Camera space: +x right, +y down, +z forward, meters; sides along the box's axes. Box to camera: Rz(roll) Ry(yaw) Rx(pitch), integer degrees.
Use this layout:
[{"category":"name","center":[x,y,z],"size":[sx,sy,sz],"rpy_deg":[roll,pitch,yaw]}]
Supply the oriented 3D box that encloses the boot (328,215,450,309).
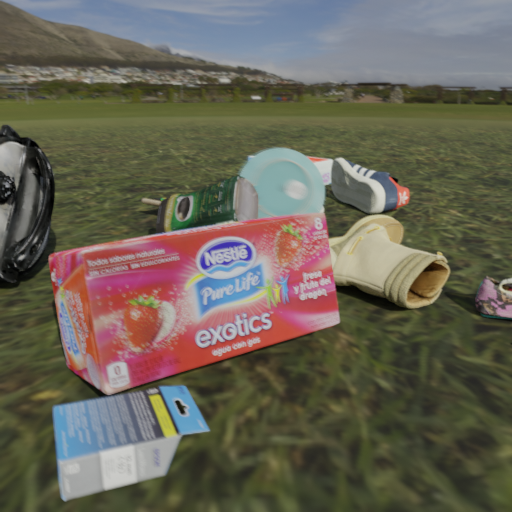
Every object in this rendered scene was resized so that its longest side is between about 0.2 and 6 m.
[{"category":"boot","center":[2.346,0.046,9.451],"size":[2.009,0.941,2.584],"rpy_deg":[15,25,40]}]

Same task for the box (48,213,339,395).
[{"category":"box","center":[-0.711,0.419,6.895],"size":[3.158,1.507,1.574],"rpy_deg":[-12,5,-31]}]

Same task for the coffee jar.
[{"category":"coffee jar","center":[-1.014,-0.811,11.098],"size":[2.097,1.093,0.894],"rpy_deg":[-10,-27,32]}]

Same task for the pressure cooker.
[{"category":"pressure cooker","center":[-4.826,-0.771,9.411],"size":[2.895,2.546,2.586],"rpy_deg":[-1,21,7]}]

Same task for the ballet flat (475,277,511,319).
[{"category":"ballet flat","center":[4.199,0.653,7.950],"size":[2.014,0.717,0.696],"rpy_deg":[9,20,25]}]

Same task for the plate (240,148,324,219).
[{"category":"plate","center":[0.567,-1.467,12.393],"size":[1.970,1.970,0.252],"rpy_deg":[-2,-8,-5]}]

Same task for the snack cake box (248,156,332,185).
[{"category":"snack cake box","center":[1.094,-2.836,18.534],"size":[2.483,0.834,1.428],"rpy_deg":[15,22,39]}]

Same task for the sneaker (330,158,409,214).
[{"category":"sneaker","center":[3.091,-1.932,15.417],"size":[1.283,1.138,3.035],"rpy_deg":[-7,29,-16]}]

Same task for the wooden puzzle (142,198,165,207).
[{"category":"wooden puzzle","center":[-1.981,-1.324,14.177],"size":[1.279,0.258,1.383],"rpy_deg":[13,9,36]}]

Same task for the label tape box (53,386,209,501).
[{"category":"label tape box","center":[-1.189,1.684,5.255],"size":[1.299,0.429,0.931],"rpy_deg":[-5,17,-21]}]

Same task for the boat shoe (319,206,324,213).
[{"category":"boat shoe","center":[1.043,-1.245,14.077],"size":[1.549,0.552,0.541],"rpy_deg":[-9,20,-26]}]
